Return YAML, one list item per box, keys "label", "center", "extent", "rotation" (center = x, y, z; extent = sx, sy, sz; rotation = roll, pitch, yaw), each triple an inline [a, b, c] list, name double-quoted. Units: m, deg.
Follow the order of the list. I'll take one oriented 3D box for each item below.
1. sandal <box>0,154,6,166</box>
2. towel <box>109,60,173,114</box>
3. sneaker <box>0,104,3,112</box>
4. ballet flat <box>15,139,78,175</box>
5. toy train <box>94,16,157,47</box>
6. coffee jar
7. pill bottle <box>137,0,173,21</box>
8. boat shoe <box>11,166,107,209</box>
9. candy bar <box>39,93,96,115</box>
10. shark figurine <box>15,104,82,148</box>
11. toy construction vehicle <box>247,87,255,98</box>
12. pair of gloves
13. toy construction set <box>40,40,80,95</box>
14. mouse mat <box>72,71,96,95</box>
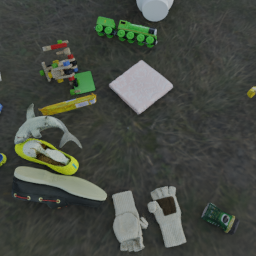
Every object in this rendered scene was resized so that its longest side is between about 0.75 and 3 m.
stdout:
- label: "sandal"
  center: [-4.638, 1.314, 9.222]
  extent: [0.518, 0.568, 1.304]
  rotation: [26, 67, 11]
- label: "towel"
  center: [0.493, -1.616, 10.920]
  extent: [1.873, 0.302, 1.789]
  rotation: [-39, 68, -19]
- label: "sneaker"
  center: [-5.253, -0.874, 10.491]
  extent: [1.171, 0.460, 0.522]
  rotation: [19, 56, 1]
- label: "ballet flat"
  center: [-2.767, 0.828, 9.326]
  extent: [2.423, 0.812, 0.810]
  rotation: [22, 66, 11]
- label: "toy train"
  center: [-0.069, -4.115, 11.895]
  extent: [2.793, 0.583, 0.788]
  rotation: [15, 86, 8]
- label: "coffee jar"
  center: [2.815, 2.764, 8.511]
  extent: [1.040, 0.444, 0.542]
  rotation: [28, 65, 15]
- label: "pill bottle"
  center: [1.188, -6.258, 12.617]
  extent: [1.626, 1.626, 2.892]
  rotation: [1, 62, 1]
- label: "boat shoe"
  center: [-2.130, 1.992, 8.709]
  extent: [2.907, 1.063, 0.911]
  rotation: [14, 100, -4]
- label: "candy bar"
  center: [-2.130, -0.826, 10.143]
  extent: [2.113, 0.527, 0.234]
  rotation: [-16, 65, -3]
- label: "shark figurine"
  center: [-2.577, -0.014, 9.347]
  extent: [2.327, 0.971, 1.390]
  rotation: [3, 78, 21]
- label: "toy construction vehicle"
  center: [5.878, -1.121, 10.364]
  extent: [1.986, 0.803, 2.281]
  rotation: [-38, 68, -18]
- label: "pair of gloves"
  center: [0.595, 2.744, 8.569]
  extent: [2.133, 0.374, 1.813]
  rotation: [-5, 62, -2]
- label: "toy construction set"
  center: [-2.745, -2.333, 10.518]
  extent: [1.451, 1.888, 1.574]
  rotation: [-10, 52, 1]
- label: "mouse mat"
  center: [-1.782, -1.817, 11.176]
  extent: [0.839, 0.039, 1.042]
  rotation: [-13, 64, -7]
